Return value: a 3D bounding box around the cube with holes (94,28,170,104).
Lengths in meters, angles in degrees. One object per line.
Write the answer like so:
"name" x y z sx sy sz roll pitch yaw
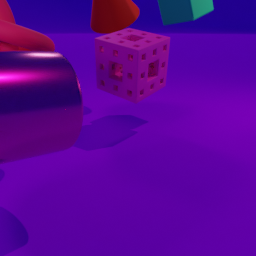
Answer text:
"cube with holes" 0.105 -1.622 7.073 1.307 1.307 1.307 25 40 31

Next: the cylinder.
"cylinder" -1.386 -0.250 3.267 1.275 1.275 1.275 -11 23 -40

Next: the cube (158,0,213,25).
"cube" 1.526 -3.478 7.538 1.023 1.023 1.023 -36 31 -33

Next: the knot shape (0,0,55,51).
"knot shape" -2.301 -1.375 4.741 1.903 1.781 0.880 26 49 -13

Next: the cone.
"cone" -0.651 -4.033 8.408 1.654 1.660 1.654 -10 50 12
